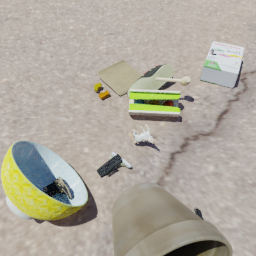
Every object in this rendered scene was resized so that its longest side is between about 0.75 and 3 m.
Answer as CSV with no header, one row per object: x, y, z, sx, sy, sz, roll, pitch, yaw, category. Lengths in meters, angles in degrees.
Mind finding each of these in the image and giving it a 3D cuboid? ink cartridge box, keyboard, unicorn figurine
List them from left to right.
-0.639,1.354,9.973,1.000,0.198,0.521,-39,57,-5,keyboard
0.586,0.277,10.381,0.417,1.129,0.776,-18,88,-48,unicorn figurine
4.531,-3.088,13.423,1.582,0.918,2.185,17,52,14,ink cartridge box

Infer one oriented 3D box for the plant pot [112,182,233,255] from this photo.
0.731,2.924,7.442,2.936,2.936,2.548,-18,36,-14,plant pot

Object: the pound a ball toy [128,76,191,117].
1.289,-1.309,11.681,2.472,1.050,1.612,2,85,2,pound a ball toy

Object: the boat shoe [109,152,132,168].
-0.270,1.236,10.237,0.942,0.339,0.292,32,83,27,boat shoe

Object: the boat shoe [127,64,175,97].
0.961,-2.053,12.700,2.505,0.916,0.785,-36,20,-14,boat shoe

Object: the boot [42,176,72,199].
-2.308,2.093,9.139,0.717,0.348,0.952,-29,55,-22,boot

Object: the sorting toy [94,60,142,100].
-0.593,-2.190,13.111,2.421,0.324,1.804,-31,61,-23,sorting toy

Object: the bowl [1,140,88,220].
-2.772,1.863,8.556,1.514,2.814,2.814,-48,59,7,bowl

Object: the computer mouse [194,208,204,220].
1.894,3.057,8.713,1.198,0.276,0.841,-14,52,-21,computer mouse
